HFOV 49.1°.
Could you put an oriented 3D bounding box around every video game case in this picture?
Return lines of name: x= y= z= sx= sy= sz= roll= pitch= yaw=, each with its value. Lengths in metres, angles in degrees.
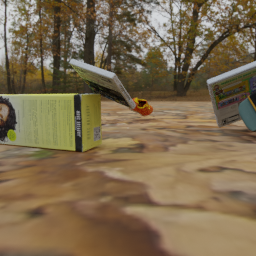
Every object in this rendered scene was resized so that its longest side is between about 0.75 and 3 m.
video game case: x=2.907 y=-0.857 z=6.821 sx=1.734 sy=1.579 sz=0.191 roll=-21 pitch=43 yaw=10
video game case: x=-0.401 y=-0.711 z=4.566 sx=0.961 sy=0.112 sz=0.873 roll=25 pitch=-15 yaw=33

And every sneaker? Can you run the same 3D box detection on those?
sneaker: x=0.569 y=-0.750 z=10.120 sx=0.550 sy=0.521 sz=1.427 roll=-21 pitch=-15 yaw=31

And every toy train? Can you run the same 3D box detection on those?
toy train: x=3.315 y=-0.431 z=5.726 sx=2.252 sy=0.960 sz=1.283 roll=3 pitch=-33 yaw=-38

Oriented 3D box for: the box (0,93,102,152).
box: x=-1.705 y=-0.156 z=5.030 sx=2.514 sy=0.946 sz=0.630 roll=1 pitch=8 yaw=24
